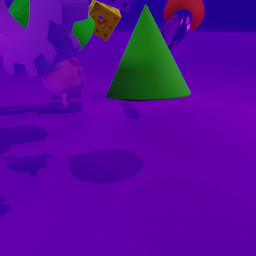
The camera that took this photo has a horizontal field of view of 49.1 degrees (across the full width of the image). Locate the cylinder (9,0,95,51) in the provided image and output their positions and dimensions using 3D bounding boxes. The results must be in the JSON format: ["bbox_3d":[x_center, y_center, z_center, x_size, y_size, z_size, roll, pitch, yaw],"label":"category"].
[{"bbox_3d":[-1.630,-2.377,6.089,1.321,1.321,1.321,-20,49,25],"label":"cylinder"}]

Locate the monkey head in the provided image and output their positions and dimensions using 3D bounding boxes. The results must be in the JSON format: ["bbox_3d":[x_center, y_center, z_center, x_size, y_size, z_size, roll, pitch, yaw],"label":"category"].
[{"bbox_3d":[-1.183,-0.861,5.183,0.726,0.867,1.206,-27,68,-16],"label":"monkey head"}]

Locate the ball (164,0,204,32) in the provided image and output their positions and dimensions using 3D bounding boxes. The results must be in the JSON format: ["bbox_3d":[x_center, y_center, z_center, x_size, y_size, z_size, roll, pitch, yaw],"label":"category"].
[{"bbox_3d":[1.936,-3.989,9.694,1.363,1.363,1.363,0,21,0],"label":"ball"}]

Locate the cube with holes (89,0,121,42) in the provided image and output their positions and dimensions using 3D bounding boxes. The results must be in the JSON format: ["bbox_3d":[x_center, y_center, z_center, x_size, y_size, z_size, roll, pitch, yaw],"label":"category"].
[{"bbox_3d":[-0.962,-3.934,10.023,0.993,0.993,0.993,25,31,-24],"label":"cube with holes"}]

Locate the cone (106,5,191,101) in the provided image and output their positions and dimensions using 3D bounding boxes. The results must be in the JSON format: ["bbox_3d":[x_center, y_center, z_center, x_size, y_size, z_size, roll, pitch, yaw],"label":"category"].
[{"bbox_3d":[0.336,-1.370,5.019,1.555,1.561,1.555,-2,14,1],"label":"cone"}]

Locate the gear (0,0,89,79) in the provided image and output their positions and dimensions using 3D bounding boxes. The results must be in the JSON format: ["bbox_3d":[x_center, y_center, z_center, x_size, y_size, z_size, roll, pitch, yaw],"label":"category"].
[{"bbox_3d":[-1.374,-1.650,3.320,2.066,2.066,0.382,14,34,33],"label":"gear"}]

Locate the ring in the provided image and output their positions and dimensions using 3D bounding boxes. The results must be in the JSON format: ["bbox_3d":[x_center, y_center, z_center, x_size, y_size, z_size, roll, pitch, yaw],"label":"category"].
[{"bbox_3d":[1.280,-2.694,8.415,0.369,1.844,1.844,24,15,-18],"label":"ring"}]

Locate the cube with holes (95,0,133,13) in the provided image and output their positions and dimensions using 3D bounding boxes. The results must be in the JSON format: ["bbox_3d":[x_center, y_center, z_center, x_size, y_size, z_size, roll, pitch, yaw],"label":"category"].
[{"bbox_3d":[-0.296,-4.231,8.052,1.129,1.129,1.129,17,40,-10],"label":"cube with holes"}]
